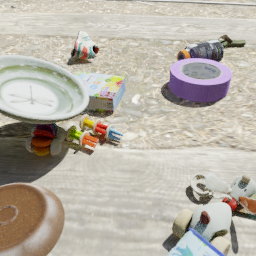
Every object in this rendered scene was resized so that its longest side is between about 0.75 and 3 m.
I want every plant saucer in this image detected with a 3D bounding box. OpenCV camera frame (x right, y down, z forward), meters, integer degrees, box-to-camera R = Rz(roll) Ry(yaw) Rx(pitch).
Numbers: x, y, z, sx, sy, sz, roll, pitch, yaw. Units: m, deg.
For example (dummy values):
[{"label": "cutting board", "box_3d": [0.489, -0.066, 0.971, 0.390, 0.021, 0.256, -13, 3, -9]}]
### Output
[{"label": "plant saucer", "box_3d": [-2.583, -0.920, 7.547, 2.987, 0.750, 2.987, 18, 34, -13]}, {"label": "plant saucer", "box_3d": [-2.485, 1.898, 5.782, 2.290, 0.419, 2.290, 1, 36, 0]}]

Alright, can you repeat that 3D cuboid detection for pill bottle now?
[{"label": "pill bottle", "box_3d": [3.084, -3.156, 12.101, 1.910, 1.015, 1.015, -16, 39, -20]}]

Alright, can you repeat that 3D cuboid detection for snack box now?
[{"label": "snack box", "box_3d": [-1.194, -1.317, 9.927, 1.902, 0.644, 1.604, 7, 38, 12]}]

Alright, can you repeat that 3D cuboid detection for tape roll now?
[{"label": "tape roll", "box_3d": [2.692, -1.849, 10.563, 2.239, 0.735, 2.239, -1, 37, 1]}]

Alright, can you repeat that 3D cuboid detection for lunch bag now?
[{"label": "lunch bag", "box_3d": [1.148, 2.682, 4.233, 1.690, 1.077, 1.437, 37, 52, 27]}]

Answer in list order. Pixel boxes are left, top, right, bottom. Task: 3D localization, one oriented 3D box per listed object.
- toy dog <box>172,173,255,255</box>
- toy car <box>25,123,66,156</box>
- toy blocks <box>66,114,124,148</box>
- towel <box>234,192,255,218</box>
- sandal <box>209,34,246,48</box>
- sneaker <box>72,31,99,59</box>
[{"label": "toy dog", "box_3d": [1.842, 1.527, 5.595, 1.516, 1.107, 2.299, 14, 43, 20]}, {"label": "toy car", "box_3d": [-2.271, 0.189, 7.677, 0.949, 0.813, 1.085, 5, 44, 4]}, {"label": "toy blocks", "box_3d": [-0.908, 0.197, 8.010, 1.346, 0.489, 1.122, 20, 42, 21]}, {"label": "towel", "box_3d": [3.068, 1.681, 6.309, 1.323, 0.144, 0.970, 9, 36, 15]}, {"label": "sandal", "box_3d": [5.068, -4.506, 14.314, 1.941, 0.554, 0.771, -4, 37, -5]}, {"label": "sneaker", "box_3d": [-1.962, -3.889, 13.429, 1.141, 0.859, 2.440, 14, 33, -11]}]
